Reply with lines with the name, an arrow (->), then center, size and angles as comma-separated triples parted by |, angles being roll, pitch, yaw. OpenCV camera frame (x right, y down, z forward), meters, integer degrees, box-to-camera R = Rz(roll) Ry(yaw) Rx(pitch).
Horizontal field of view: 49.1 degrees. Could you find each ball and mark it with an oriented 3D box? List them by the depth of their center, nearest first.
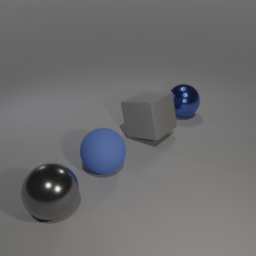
ball -> -1.940, 1.575, 7.036 | 1.400, 1.400, 1.400 | 0, 29, 0
ball -> -0.764, 0.693, 8.569 | 1.400, 1.400, 1.400 | 0, 29, 0
ball -> 2.340, -1.156, 11.866 | 1.400, 1.400, 1.400 | 0, 29, 0

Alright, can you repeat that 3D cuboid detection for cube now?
cube -> 0.790, -0.494, 10.331 | 1.400, 1.400, 1.400 | 6, 25, 40
